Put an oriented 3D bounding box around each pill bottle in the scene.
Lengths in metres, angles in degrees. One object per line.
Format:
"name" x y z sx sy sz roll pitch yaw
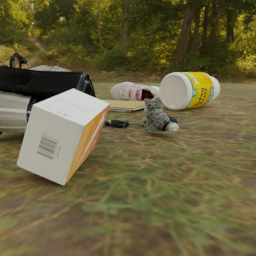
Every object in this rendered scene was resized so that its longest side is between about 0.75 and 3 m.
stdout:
"pill bottle" 2.918 -1.711 12.716 2.899 1.635 1.635 -10 15 -44

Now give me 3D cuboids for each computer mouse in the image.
"computer mouse" 0.384 -0.221 8.399 2.200 0.374 0.645 -1 12 -1

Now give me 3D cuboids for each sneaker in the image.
"sneaker" 0.389 -1.786 14.387 2.789 1.135 1.230 2 9 10

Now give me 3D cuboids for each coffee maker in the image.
"coffee maker" -1.990 -0.798 6.601 2.294 2.203 1.545 6 -10 10

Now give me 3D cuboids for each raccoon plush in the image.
"raccoon plush" 0.880 -0.372 7.051 0.636 0.881 1.315 -5 2 -35

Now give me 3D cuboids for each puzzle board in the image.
"puzzle board" -0.563 -1.023 12.836 2.992 0.260 2.254 5 13 27

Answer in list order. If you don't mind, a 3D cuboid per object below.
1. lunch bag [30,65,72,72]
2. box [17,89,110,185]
"lunch bag" -2.609 -1.114 9.247 1.898 1.577 2.263 17 29 27
"box" -0.962 0.046 4.590 0.779 0.994 1.598 22 18 2
